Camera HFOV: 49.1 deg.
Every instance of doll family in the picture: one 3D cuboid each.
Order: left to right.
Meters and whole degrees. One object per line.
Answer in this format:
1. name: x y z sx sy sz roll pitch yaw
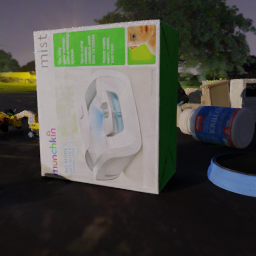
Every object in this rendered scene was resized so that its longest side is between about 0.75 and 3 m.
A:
1. doll family: -4.265 -0.217 9.362 1.203 0.816 2.081 10 16 5

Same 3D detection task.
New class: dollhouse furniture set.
1. dollhouse furniture set: 2.691 -0.951 10.480 1.924 1.458 2.195 -16 14 -23

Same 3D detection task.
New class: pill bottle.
1. pill bottle: 2.349 -0.086 7.662 1.035 1.035 1.844 -8 11 -40

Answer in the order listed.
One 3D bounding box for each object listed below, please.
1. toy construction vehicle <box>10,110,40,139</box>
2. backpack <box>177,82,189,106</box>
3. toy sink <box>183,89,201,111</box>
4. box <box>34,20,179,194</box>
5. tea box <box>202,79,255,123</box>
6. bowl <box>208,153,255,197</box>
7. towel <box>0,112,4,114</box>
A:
1. toy construction vehicle: -2.390 -0.217 9.158 2.251 0.793 1.960 6 11 32
2. backpack: 1.466 -1.305 12.875 2.035 1.660 1.565 -33 -5 -7
3. toy sink: 3.444 -1.301 15.145 0.830 1.481 0.965 -36 23 -19
4. box: -0.333 -0.397 4.899 2.234 2.532 1.224 5 11 22
5. tea box: 5.127 -1.269 12.443 2.677 1.788 2.633 -3 10 -20
6. bowl: 2.205 0.746 4.804 1.612 0.316 1.612 0 10 0
7. towel: -6.062 -0.484 12.754 1.062 0.223 2.467 -6 11 -4
